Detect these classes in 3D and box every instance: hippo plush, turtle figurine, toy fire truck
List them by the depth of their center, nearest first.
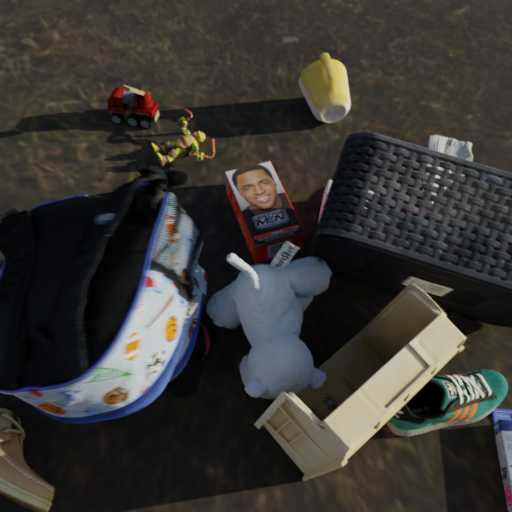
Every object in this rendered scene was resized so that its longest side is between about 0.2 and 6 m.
[{"bbox_3d":[1.241,1.994,7.797,0.645,0.870,0.897,13,98,5],"label":"turtle figurine"},{"bbox_3d":[0.446,1.068,8.099,1.854,2.327,1.871,-12,72,-20],"label":"hippo plush"},{"bbox_3d":[-1.524,-2.317,11.449,1.151,0.460,1.427,-25,66,-8],"label":"turtle figurine"},{"bbox_3d":[-2.641,-3.258,11.693,1.024,1.163,0.749,11,54,8],"label":"toy fire truck"}]

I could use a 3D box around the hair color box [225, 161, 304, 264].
[{"bbox_3d":[0.123,-0.830,10.288,0.945,0.570,1.862,-16,55,-10],"label":"hair color box"}]

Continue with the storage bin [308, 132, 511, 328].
[{"bbox_3d":[2.656,-0.262,8.371,3.430,2.319,1.608,19,78,5],"label":"storage bin"}]

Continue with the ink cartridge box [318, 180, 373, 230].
[{"bbox_3d":[1.623,-0.694,10.174,0.922,0.540,1.276,13,53,3],"label":"ink cartridge box"}]

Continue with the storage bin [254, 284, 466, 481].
[{"bbox_3d":[1.304,1.706,7.379,2.256,2.239,1.057,-35,74,-23],"label":"storage bin"}]

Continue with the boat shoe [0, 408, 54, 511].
[{"bbox_3d":[-3.683,2.461,7.640,2.724,0.971,0.879,27,59,20],"label":"boat shoe"}]

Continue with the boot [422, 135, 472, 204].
[{"bbox_3d":[3.727,-1.621,10.768,0.926,0.713,1.938,9,53,14],"label":"boot"}]

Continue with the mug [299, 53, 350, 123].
[{"bbox_3d":[1.444,-3.456,11.832,1.041,1.300,1.067,-28,57,28],"label":"mug"}]

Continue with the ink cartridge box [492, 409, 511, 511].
[{"bbox_3d":[3.856,2.812,7.806,0.867,0.305,1.453,3,51,3],"label":"ink cartridge box"}]

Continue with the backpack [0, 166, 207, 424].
[{"bbox_3d":[-2.262,0.712,7.814,3.249,2.503,3.095,-12,45,27],"label":"backpack"}]

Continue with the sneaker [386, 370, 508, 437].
[{"bbox_3d":[2.824,2.039,8.057,1.932,0.772,0.690,-16,55,-11],"label":"sneaker"}]

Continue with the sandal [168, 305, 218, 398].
[{"bbox_3d":[-0.973,1.423,8.771,0.600,0.360,1.597,8,54,6],"label":"sandal"}]
